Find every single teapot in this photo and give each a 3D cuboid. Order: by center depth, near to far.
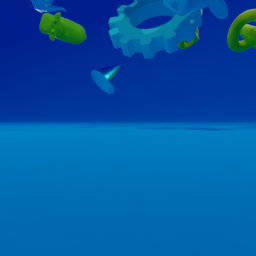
[{"bbox_3d":[-1.979,-3.152,6.382,0.730,1.491,0.927,-33,-3,-8],"label":"teapot"}]

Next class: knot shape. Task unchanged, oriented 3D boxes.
[{"bbox_3d":[3.133,-2.320,6.774,1.552,0.766,1.658,-3,-2,-16],"label":"knot shape"},{"bbox_3d":[1.952,-3.231,8.821,0.621,1.258,1.344,7,-5,9],"label":"knot shape"}]

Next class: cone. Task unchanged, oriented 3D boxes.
[{"bbox_3d":[-0.489,-1.684,8.562,0.913,0.909,0.909,-48,21,-19],"label":"cone"}]

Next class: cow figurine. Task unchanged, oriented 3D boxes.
[{"bbox_3d":[-2.102,-3.259,9.319,1.618,0.888,1.592,13,16,-26],"label":"cow figurine"}]

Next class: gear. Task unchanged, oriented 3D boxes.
[{"bbox_3d":[0.562,-2.284,6.031,1.948,1.948,0.360,0,-37,19],"label":"gear"}]

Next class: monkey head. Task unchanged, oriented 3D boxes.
[{"bbox_3d":[1.044,-2.455,4.410,0.997,1.655,1.191,-27,4,-13],"label":"monkey head"}]
